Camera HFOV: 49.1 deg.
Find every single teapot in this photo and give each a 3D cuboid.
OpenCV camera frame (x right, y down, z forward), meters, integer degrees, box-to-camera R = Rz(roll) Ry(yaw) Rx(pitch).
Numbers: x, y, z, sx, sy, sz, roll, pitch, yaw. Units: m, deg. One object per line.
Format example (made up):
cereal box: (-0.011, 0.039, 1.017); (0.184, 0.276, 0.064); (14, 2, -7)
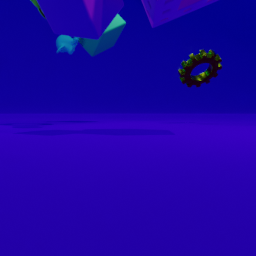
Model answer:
teapot: (-1.732, -3.280, 6.206); (0.881, 1.799, 1.118); (-4, 44, -24)

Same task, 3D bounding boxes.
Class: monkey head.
monkey head: (-2.293, -3.262, 10.575); (0.736, 1.221, 0.879); (21, -37, -25)

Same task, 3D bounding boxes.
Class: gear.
gear: (2.580, -2.094, 10.022); (1.530, 0.283, 1.530); (-10, -36, -8)

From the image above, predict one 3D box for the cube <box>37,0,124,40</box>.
cube: (-0.802, -2.204, 4.626); (0.980, 0.980, 0.980); (16, -29, 26)

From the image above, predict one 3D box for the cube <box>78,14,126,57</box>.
cube: (-1.161, -3.841, 10.768); (1.324, 1.324, 1.324); (-40, -5, -37)

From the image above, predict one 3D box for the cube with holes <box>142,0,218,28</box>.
cube with holes: (0.809, -2.722, 4.571); (1.354, 1.354, 1.354); (-22, 3, 4)
